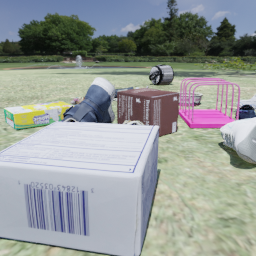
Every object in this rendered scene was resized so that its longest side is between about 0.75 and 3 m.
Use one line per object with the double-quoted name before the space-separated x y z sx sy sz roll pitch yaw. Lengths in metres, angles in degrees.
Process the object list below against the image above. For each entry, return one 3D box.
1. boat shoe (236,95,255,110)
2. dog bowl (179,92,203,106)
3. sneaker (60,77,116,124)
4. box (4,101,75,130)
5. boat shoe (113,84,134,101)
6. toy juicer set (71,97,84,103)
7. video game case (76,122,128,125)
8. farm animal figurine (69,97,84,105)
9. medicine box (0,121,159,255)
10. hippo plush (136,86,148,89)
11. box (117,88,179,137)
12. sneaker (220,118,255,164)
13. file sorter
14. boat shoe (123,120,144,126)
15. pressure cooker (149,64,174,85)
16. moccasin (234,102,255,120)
"boat shoe" 6.479 -1.270 13.753 2.204 0.755 0.794 14 21 42
"dog bowl" 3.207 -1.573 15.198 1.622 0.598 1.622 1 15 0
"sneaker" -1.288 -0.097 8.838 1.070 2.034 2.814 28 -22 8
"box" -3.388 -0.596 11.471 2.846 0.688 1.670 -13 19 -33
"boat shoe" -1.040 -2.105 16.503 2.999 0.927 1.123 8 17 28
"toy juicer set" -2.652 -1.525 15.552 0.760 0.325 1.195 5 4 4
"video game case" -0.514 0.403 6.659 1.295 1.421 0.156 3 50 11
"farm animal figurine" -2.609 -1.323 14.618 0.759 0.473 0.940 -8 6 39
"medicine box" -0.707 0.805 5.028 2.296 1.297 2.520 3 15 11
"hippo plush" 0.545 -1.435 14.543 1.086 1.076 1.351 -37 20 -19
"box" 0.689 -0.596 9.959 1.428 1.442 1.738 -13 20 -41
"sneaker" 3.138 0.324 7.776 1.166 1.023 2.909 -3 6 28
"file sorter" 3.235 -1.145 11.501 1.880 1.697 2.705 0 15 0
"boat shoe" 0.174 0.182 8.162 0.887 0.812 2.375 -3 17 -22
"pressure cooker" 2.786 -4.538 24.082 1.932 1.699 1.726 -9 40 -25
"moccasin" 4.940 -0.634 11.465 0.853 0.723 2.119 2 15 7
